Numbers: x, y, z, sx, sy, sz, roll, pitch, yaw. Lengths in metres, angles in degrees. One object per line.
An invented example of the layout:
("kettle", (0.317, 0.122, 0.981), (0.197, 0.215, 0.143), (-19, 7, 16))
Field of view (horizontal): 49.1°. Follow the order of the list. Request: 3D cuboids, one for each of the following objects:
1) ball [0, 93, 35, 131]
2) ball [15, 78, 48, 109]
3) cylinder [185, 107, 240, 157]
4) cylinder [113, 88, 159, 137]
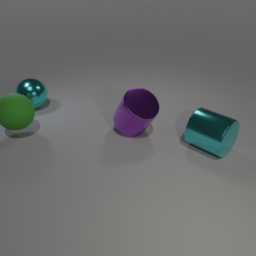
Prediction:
("ball", (-4.254, -0.605, 10.579), (1.400, 1.400, 1.400), (0, 32, 0))
("ball", (-4.391, -1.558, 12.760), (1.400, 1.400, 1.400), (0, 32, 0))
("cylinder", (2.982, 0.135, 9.960), (1.400, 1.400, 1.400), (26, 40, 36))
("cylinder", (0.293, -0.583, 10.668), (1.400, 1.400, 1.400), (9, 59, -16))
